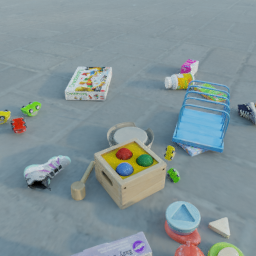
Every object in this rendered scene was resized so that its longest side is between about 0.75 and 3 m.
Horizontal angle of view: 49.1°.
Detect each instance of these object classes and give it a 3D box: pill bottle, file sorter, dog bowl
[{"bbox_3d":[2.556,-2.309,13.972,1.342,0.745,0.745,-7,35,-10],"label":"pill bottle"},{"bbox_3d":[2.858,-0.577,10.524,1.775,1.569,2.557,13,32,12],"label":"file sorter"},{"bbox_3d":[0.091,0.440,10.207,1.703,0.499,1.703,0,35,0],"label":"dog bowl"}]

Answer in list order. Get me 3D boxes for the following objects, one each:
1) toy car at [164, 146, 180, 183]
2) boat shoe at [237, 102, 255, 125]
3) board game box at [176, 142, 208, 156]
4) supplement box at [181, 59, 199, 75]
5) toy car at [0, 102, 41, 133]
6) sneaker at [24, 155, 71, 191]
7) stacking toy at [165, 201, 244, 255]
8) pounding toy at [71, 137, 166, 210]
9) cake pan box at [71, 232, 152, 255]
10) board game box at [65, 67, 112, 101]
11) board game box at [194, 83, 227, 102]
[{"bbox_3d":[1.309,1.261,8.967,0.257,1.151,1.083,-2,52,-54],"label":"toy car"},{"bbox_3d":[5.015,-0.555,11.729,0.686,0.552,1.479,-7,31,14],"label":"boat shoe"},{"bbox_3d":[2.338,0.570,10.286,0.798,0.193,1.056,-16,39,-23],"label":"board game box"},{"bbox_3d":[3.419,-3.301,15.533,0.617,0.630,1.218,18,40,23],"label":"supplement box"},{"bbox_3d":[-4.406,-0.500,11.610,2.097,0.468,1.973,21,40,27],"label":"toy car"},{"bbox_3d":[-2.405,1.492,8.666,1.478,0.575,1.034,-21,44,-12],"label":"sneaker"},{"bbox_3d":[1.822,2.619,6.723,1.853,0.864,2.047,-1,35,-1],"label":"stacking toy"},{"bbox_3d":[-0.548,1.244,8.453,2.537,1.161,2.229,-20,40,-27],"label":"pounding toy"},{"bbox_3d":[-0.485,2.949,5.407,1.980,1.823,0.518,-12,41,-18],"label":"cake pan box"},{"bbox_3d":[-1.898,-2.308,14.165,1.871,0.513,2.964,1,35,3],"label":"board game box"},{"bbox_3d":[4.020,-1.673,13.510,0.818,0.257,1.712,-15,35,-19],"label":"board game box"}]
